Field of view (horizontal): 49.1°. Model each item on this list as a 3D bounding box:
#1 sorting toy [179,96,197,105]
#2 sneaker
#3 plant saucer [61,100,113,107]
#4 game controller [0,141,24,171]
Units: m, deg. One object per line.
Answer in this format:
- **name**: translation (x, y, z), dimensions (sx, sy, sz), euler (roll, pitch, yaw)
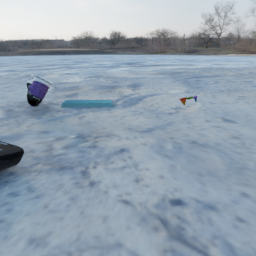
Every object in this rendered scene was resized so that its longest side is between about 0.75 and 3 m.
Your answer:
- **sorting toy**: translation (2.108, -0.932, 9.638), dimensions (0.779, 0.268, 0.270), euler (-10, -3, -32)
- **sneaker**: translation (-3.226, -1.167, 9.583), dimensions (0.752, 0.869, 1.986), euler (25, -9, -21)
- **plant saucer**: translation (-1.524, -0.924, 10.494), dimensions (1.880, 0.178, 0.657), euler (-1, 17, -1)
- **game controller**: translation (-3.336, 0.405, 5.446), dimensions (2.808, 0.591, 1.465), euler (10, 21, 34)
